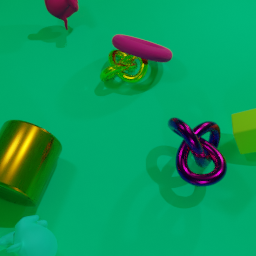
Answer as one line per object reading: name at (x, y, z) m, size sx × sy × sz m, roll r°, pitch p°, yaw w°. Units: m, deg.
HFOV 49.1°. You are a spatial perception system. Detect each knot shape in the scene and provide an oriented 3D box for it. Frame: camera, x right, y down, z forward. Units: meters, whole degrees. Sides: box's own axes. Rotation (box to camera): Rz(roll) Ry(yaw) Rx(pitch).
knot shape at (1.433, 0.337, 6.031) m, size 1.521 × 0.751 × 1.625 m, roll 45°, pitch 42°, yaw -11°
knot shape at (-0.208, -1.641, 7.623) m, size 1.275 × 0.630 × 1.363 m, roll -30°, pitch 42°, yaw -16°

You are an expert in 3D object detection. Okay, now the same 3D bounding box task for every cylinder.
cylinder at (-2.264, 0.746, 5.861) m, size 1.359 × 1.359 × 1.359 m, roll 14°, pitch 59°, yaw 8°

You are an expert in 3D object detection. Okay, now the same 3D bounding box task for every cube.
cube at (2.840, 0.068, 6.439) m, size 0.704 × 0.704 × 0.704 m, roll -15°, pitch 35°, yaw 27°

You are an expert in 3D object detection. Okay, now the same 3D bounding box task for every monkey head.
monkey head at (-1.947, -3.624, 8.157) m, size 0.928 × 1.540 × 1.108 m, roll -31°, pitch 40°, yaw 4°
monkey head at (-1.846, 2.170, 5.099) m, size 1.029 × 1.430 × 0.862 m, roll -27°, pitch 49°, yaw 0°

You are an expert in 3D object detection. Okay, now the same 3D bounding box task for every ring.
ring at (0.387, -2.175, 7.631) m, size 1.702 × 0.340 × 1.702 m, roll 14°, pitch 22°, yaw -6°
